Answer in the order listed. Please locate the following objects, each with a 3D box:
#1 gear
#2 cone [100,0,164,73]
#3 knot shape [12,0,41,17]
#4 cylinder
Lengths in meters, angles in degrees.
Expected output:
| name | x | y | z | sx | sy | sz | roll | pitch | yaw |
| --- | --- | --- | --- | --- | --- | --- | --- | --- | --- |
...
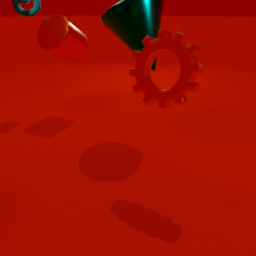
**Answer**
| name | x | y | z | sx | sy | sz | roll | pitch | yaw |
| --- | --- | --- | --- | --- | --- | --- | --- | --- | --- |
| gear | 0.657 | -1.026 | 5.001 | 1.341 | 1.341 | 0.248 | 15 | 13 | 30 |
| cone | 0.388 | -2.184 | 6.997 | 1.677 | 1.683 | 1.677 | -20 | 6 | 2 |
| knot shape | -3.189 | -4.069 | 8.652 | 0.592 | 1.200 | 1.282 | 20 | 43 | 31 |
| cylinder | -1.993 | -2.713 | 8.667 | 1.138 | 1.138 | 1.138 | 12 | -4 | 24 |
